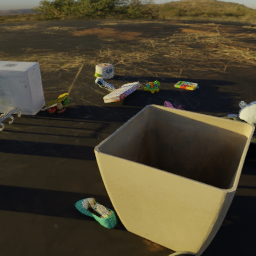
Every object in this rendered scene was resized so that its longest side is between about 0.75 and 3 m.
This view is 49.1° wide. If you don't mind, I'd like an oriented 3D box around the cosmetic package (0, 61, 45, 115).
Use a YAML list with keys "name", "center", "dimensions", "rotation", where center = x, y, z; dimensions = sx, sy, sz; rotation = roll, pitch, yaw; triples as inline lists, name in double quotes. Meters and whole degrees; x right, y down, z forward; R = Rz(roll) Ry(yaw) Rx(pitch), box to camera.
- name: "cosmetic package"
  center: [-5.121, -1.812, 12.721]
  dimensions: [2.107, 2.114, 1.299]
  rotation: [4, 30, 8]

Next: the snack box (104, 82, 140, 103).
- name: "snack box"
  center: [-0.268, -1.882, 14.538]
  dimensions: [0.900, 0.304, 2.505]
  rotation: [-4, 21, 29]

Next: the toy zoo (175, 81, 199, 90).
- name: "toy zoo"
  center: [3.437, -2.434, 16.104]
  dimensions: [1.273, 0.130, 0.835]
  rotation: [14, 30, 26]

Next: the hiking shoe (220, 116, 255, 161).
- name: "hiking shoe"
  center: [3.830, 0.398, 9.619]
  dimensions: [1.371, 1.031, 2.723]
  rotation: [-20, 34, -40]

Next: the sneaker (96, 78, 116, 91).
- name: "sneaker"
  center: [-1.220, -2.271, 15.140]
  dimensions: [1.180, 0.424, 0.428]
  rotation: [29, 52, -10]

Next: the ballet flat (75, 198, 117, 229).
- name: "ballet flat"
  center: [-0.819, 2.025, 7.078]
  dimensions: [1.346, 0.474, 0.453]
  rotation: [20, 36, 34]

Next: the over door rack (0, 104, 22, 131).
- name: "over door rack"
  center: [-5.784, -0.639, 11.852]
  dimensions: [2.017, 0.672, 1.490]
  rotation: [24, 30, 0]

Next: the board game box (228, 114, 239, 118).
- name: "board game box"
  center: [4.801, -0.333, 11.961]
  dimensions: [0.949, 0.191, 0.726]
  rotation: [5, 28, 10]

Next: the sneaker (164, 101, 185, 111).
- name: "sneaker"
  center: [2.160, -0.550, 11.902]
  dimensions: [0.983, 0.814, 2.060]
  rotation: [7, 27, -12]

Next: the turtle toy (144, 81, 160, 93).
- name: "turtle toy"
  center: [1.386, -2.302, 15.463]
  dimensions: [0.956, 0.483, 0.696]
  rotation: [-23, 35, -37]

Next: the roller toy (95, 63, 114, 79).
- name: "roller toy"
  center: [-1.455, -3.610, 17.606]
  dimensions: [1.106, 0.847, 1.212]
  rotation: [3, 27, 5]

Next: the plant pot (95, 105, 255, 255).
- name: "plant pot"
  center: [1.123, 1.225, 6.538]
  dimensions: [2.712, 2.404, 2.715]
  rotation: [14, 31, 25]

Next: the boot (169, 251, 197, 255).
- name: "boot"
  center: [0.929, 2.916, 5.452]
  dimensions: [1.118, 0.404, 0.844]
  rotation: [-9, 30, -5]

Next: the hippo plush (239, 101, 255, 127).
- name: "hippo plush"
  center: [5.341, -0.260, 10.686]
  dimensions: [2.406, 1.917, 1.935]
  rotation: [-23, 11, -37]

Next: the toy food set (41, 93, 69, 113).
- name: "toy food set"
  center: [-3.243, -1.028, 13.031]
  dimensions: [1.051, 0.583, 1.786]
  rotation: [-19, 21, 16]
